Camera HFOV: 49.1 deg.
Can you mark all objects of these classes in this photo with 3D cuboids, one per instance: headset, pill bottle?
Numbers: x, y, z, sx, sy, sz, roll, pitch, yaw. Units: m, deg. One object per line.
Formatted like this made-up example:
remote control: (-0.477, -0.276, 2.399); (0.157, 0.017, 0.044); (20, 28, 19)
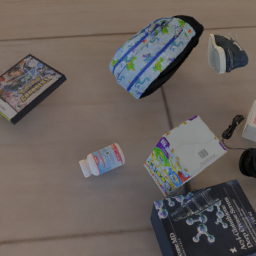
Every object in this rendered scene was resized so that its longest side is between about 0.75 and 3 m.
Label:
headset: (3.430, 0.724, 6.996); (2.376, 1.467, 1.116); (35, 81, 2)
pill bottle: (-0.712, 0.903, 7.642); (1.146, 0.623, 0.623); (-23, 56, -14)

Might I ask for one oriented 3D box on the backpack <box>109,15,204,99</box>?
backpack: (0.767, -2.171, 8.787); (2.166, 2.298, 2.817); (32, 64, -12)

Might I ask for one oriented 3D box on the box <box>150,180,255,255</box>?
box: (1.742, 2.294, 6.278); (2.096, 1.122, 1.556); (-13, 54, -10)

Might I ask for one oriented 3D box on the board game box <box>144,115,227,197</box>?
board game box: (1.250, 0.750, 6.754); (1.066, 2.033, 1.047); (-29, 72, -20)

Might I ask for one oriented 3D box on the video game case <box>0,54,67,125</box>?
video game case: (-3.414, -1.348, 9.055); (1.985, 0.280, 2.197); (33, 68, 29)

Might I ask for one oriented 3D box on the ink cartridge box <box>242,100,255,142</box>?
ink cartridge box: (4.368, -0.040, 8.330); (1.589, 0.663, 1.153); (22, 56, 16)

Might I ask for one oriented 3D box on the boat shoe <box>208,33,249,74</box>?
boat shoe: (3.082, -2.450, 8.907); (0.878, 1.063, 2.840); (-4, 22, 9)
